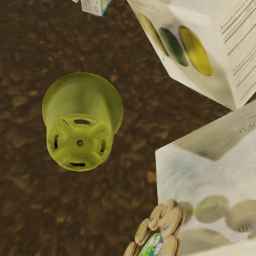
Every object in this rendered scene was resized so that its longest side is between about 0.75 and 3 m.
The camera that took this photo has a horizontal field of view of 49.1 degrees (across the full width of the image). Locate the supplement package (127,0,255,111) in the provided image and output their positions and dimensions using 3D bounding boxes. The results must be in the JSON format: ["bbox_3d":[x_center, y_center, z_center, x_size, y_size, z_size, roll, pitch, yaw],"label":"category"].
[{"bbox_3d":[1.860,-2.317,5.927,2.217,2.943,2.234,-49,52,-3],"label":"supplement package"}]

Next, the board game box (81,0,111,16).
[{"bbox_3d":[-0.283,-4.113,5.881,0.488,1.915,2.849,19,65,9],"label":"board game box"}]

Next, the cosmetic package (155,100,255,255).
[{"bbox_3d":[1.734,1.104,4.752,2.202,1.358,2.209,-31,40,31],"label":"cosmetic package"}]

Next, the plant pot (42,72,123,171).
[{"bbox_3d":[-0.760,-0.042,4.591,1.505,1.429,1.505,-2,111,-6],"label":"plant pot"}]

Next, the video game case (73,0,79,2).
[{"bbox_3d":[-1.906,-4.146,8.118,0.112,0.920,1.011,-42,45,1],"label":"video game case"}]

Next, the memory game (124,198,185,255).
[{"bbox_3d":[0.134,1.944,3.809,0.139,2.178,2.178,30,70,-2],"label":"memory game"}]
